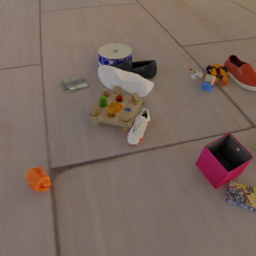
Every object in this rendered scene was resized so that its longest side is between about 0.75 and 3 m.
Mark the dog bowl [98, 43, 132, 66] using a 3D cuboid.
[{"bbox_3d":[-0.663,-3.767,14.807,1.794,0.707,1.794,0,42,0],"label":"dog bowl"}]

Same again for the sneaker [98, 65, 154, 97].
[{"bbox_3d":[-0.090,-2.267,13.109,2.718,1.023,1.202,26,38,16],"label":"sneaker"}]

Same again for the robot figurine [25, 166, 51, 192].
[{"bbox_3d":[-2.866,1.613,8.881,0.946,0.680,0.552,33,50,24],"label":"robot figurine"}]

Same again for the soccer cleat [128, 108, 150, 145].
[{"bbox_3d":[0.419,-0.066,10.686,0.595,0.739,1.735,16,44,17],"label":"soccer cleat"}]

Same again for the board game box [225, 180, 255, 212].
[{"bbox_3d":[3.643,2.122,8.672,1.112,0.192,0.753,17,45,17],"label":"board game box"}]

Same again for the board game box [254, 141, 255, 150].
[{"bbox_3d":[5.370,0.525,10.052,1.398,0.710,0.333,5,41,6],"label":"board game box"}]

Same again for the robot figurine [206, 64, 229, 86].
[{"bbox_3d":[4.391,-2.632,13.754,1.087,0.436,1.499,4,43,4],"label":"robot figurine"}]

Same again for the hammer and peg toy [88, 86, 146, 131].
[{"bbox_3d":[-0.348,-1.029,11.626,1.877,0.900,2.552,11,43,12],"label":"hammer and peg toy"}]

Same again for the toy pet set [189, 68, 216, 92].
[{"bbox_3d":[3.460,-2.235,13.250,1.249,0.710,1.337,25,13,22],"label":"toy pet set"}]

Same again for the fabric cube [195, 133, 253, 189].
[{"bbox_3d":[3.054,1.063,9.002,1.135,1.131,1.113,-23,57,-21],"label":"fabric cube"}]

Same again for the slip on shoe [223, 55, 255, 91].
[{"bbox_3d":[5.637,-2.650,13.481,1.017,0.840,2.745,-15,46,-18],"label":"slip on shoe"}]

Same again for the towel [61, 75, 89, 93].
[{"bbox_3d":[-2.568,-2.136,13.384,1.139,0.197,1.097,-20,46,-19],"label":"towel"}]

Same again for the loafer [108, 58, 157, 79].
[{"bbox_3d":[0.053,-2.966,13.725,2.736,0.960,0.929,0,42,0],"label":"loafer"}]
